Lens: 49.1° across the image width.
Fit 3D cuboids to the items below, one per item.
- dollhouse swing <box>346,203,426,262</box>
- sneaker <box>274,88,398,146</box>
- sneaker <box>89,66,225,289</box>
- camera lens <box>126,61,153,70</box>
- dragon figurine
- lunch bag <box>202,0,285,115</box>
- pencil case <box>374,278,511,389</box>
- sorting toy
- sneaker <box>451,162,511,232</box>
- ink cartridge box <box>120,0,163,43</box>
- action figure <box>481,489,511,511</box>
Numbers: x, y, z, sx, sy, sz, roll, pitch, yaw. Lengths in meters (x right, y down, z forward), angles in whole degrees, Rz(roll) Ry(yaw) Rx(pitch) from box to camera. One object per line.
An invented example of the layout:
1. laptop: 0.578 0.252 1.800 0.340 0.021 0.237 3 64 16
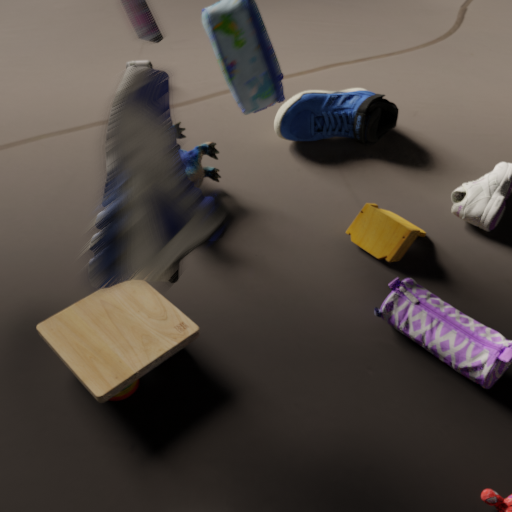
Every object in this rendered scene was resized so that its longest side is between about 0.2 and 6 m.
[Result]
1. dollhouse swing: 2.653 -0.405 11.276 1.147 1.009 1.043 38 95 34
2. sneaker: 2.124 -3.389 13.915 3.146 1.207 1.750 -16 35 -27
3. sneaker: -1.224 -0.932 7.845 1.736 3.005 1.214 8 4 -6
4. camera lens: -3.490 -5.547 16.847 0.757 0.605 0.605 -5 41 -6
5. dragon figurine: -2.140 -1.969 12.329 1.967 1.164 3.956 -32 52 -32
6. lunch bag: -0.218 -3.705 10.477 1.042 2.032 2.528 -20 19 3
7. pencil case: 3.022 1.155 8.929 0.913 0.930 2.176 -40 55 -24
8. sorting toy: -2.160 1.348 8.929 1.839 0.644 1.850 -33 51 -31
9. sneaker: 4.861 -1.439 11.982 1.103 0.829 2.215 21 45 22
10. ink cartridge box: -2.024 -4.192 9.594 1.086 0.201 0.514 62 29 4
11. action figure: 3.660 3.204 6.672 1.830 0.906 0.597 21 45 26
